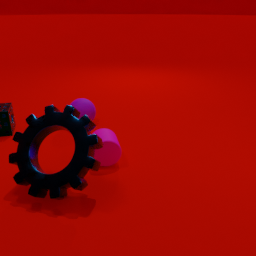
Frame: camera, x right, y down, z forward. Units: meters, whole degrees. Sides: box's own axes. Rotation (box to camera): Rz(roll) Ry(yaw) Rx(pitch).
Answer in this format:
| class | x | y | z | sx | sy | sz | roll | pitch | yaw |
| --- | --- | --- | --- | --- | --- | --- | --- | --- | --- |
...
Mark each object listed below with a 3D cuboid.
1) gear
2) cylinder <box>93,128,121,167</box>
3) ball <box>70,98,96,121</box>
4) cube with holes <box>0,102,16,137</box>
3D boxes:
| class | x | y | z | sx | sy | sz | roll | pitch | yaw |
| --- | --- | --- | --- | --- | --- | --- | --- | --- | --- |
| gear | -1.476 | 0.467 | 5.707 | 1.897 | 1.897 | 0.351 | 8 | -15 | 16 |
| cylinder | -0.574 | 0.474 | 6.940 | 0.716 | 0.716 | 0.716 | -5 | 25 | -11 |
| ball | -1.462 | -0.506 | 8.908 | 0.869 | 0.869 | 0.869 | 0 | 24 | 0 |
| cube with holes | -3.903 | -0.248 | 8.440 | 0.785 | 0.785 | 0.785 | -6 | 25 | -12 |
